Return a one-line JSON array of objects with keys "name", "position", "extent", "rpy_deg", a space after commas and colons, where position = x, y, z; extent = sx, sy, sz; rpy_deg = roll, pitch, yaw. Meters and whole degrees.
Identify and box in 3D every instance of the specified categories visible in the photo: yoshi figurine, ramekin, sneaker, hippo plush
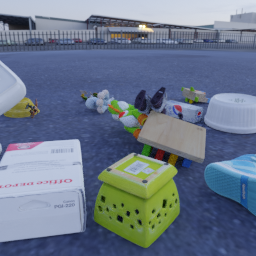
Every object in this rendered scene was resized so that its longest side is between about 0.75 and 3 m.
[{"name": "yoshi figurine", "position": [0.186, -0.407, 10.411], "extent": [1.278, 1.274, 2.275], "rpy_deg": [-37, 44, -15]}, {"name": "ramekin", "position": [4.384, -0.686, 11.469], "extent": [2.406, 1.121, 2.406], "rpy_deg": [0, 19, 0]}, {"name": "sneaker", "position": [3.151, 1.245, 6.447], "extent": [1.559, 0.950, 2.388], "rpy_deg": [-14, 25, -30]}, {"name": "hippo plush", "position": [-1.431, -1.338, 13.387], "extent": [1.064, 1.054, 1.324], "rpy_deg": [10, 23, 25]}]

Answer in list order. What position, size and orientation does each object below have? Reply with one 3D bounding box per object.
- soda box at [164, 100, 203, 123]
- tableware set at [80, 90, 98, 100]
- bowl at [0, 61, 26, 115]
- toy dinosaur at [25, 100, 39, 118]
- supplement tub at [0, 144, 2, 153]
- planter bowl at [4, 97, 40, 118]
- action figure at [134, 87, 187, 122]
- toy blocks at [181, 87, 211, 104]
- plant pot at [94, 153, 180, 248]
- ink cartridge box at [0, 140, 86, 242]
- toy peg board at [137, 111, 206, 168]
[{"name": "soda box", "position": [2.390, -0.760, 12.464], "extent": [0.631, 0.586, 1.849], "rpy_deg": [-17, 26, -39]}, {"name": "tableware set", "position": [-1.918, -1.619, 14.931], "extent": [1.340, 0.206, 0.903], "rpy_deg": [10, -23, 15]}, {"name": "bowl", "position": [-4.807, -1.529, 9.699], "extent": [2.080, 2.083, 0.777], "rpy_deg": [-50, 6, -37]}, {"name": "toy dinosaur", "position": [-4.220, -0.870, 12.387], "extent": [0.574, 0.845, 0.432], "rpy_deg": [20, -27, -23]}, {"name": "supplement tub", "position": [-4.342, 0.712, 8.471], "extent": [0.556, 0.556, 0.842], "rpy_deg": [9, 21, 24]}, {"name": "planter bowl", "position": [-4.992, -1.036, 13.095], "extent": [1.591, 0.663, 1.591], "rpy_deg": [1, 20, 0]}, {"name": "action figure", "position": [1.196, -0.452, 9.893], "extent": [1.644, 0.876, 2.527], "rpy_deg": [12, -19, 30]}, {"name": "toy blocks", "position": [3.767, -1.765, 15.193], "extent": [1.145, 0.837, 1.675], "rpy_deg": [4, 18, -23]}, {"name": "plant pot", "position": [0.202, 1.329, 5.754], "extent": [1.379, 1.257, 1.386], "rpy_deg": [15, 26, 34]}, {"name": "ink cartridge box", "position": [-1.923, 1.231, 6.298], "extent": [1.825, 1.063, 2.506], "rpy_deg": [-4, 19, -10]}, {"name": "toy peg board", "position": [1.322, 0.496, 8.713], "extent": [1.899, 0.932, 1.906], "rpy_deg": [20, 31, 7]}]
